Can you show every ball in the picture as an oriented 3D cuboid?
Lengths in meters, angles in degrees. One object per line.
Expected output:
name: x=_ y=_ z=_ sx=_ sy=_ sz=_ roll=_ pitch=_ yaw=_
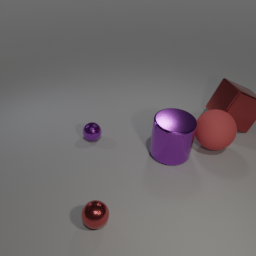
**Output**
ball: x=3.008 y=0.062 z=9.670 sx=1.400 sy=1.400 sz=1.400 roll=0 pitch=31 yaw=0
ball: x=-0.824 y=2.181 z=7.082 sx=0.700 sy=0.700 sz=0.700 roll=0 pitch=31 yaw=0
ball: x=-1.338 y=0.133 z=10.457 sx=0.700 sy=0.700 sz=0.700 roll=0 pitch=31 yaw=0

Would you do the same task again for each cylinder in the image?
cylinder: x=1.487 y=0.283 z=9.361 sx=1.400 sy=1.400 sz=1.400 roll=2 pitch=38 yaw=-2

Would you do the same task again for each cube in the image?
cube: x=4.212 y=-0.890 z=11.036 sx=1.400 sy=1.400 sz=1.400 roll=18 pitch=26 yaw=-20
